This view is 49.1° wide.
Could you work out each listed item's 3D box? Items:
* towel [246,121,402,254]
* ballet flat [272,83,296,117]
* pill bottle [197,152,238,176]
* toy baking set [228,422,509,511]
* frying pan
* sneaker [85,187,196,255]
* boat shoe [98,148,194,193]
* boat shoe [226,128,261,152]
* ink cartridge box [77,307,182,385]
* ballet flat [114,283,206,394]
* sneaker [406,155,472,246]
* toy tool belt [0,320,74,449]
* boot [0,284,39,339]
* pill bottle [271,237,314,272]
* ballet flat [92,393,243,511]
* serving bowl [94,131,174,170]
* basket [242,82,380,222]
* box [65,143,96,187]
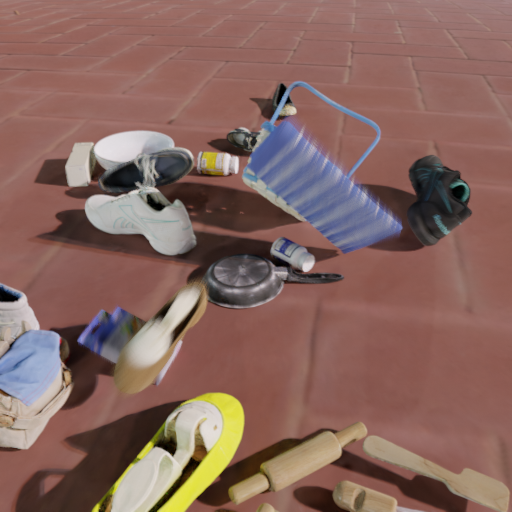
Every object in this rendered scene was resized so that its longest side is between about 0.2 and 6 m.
[{"bbox_3d":[1.046,-1.074,9.327,2.498,1.809,0.298,41,69,-7],"label":"towel"},{"bbox_3d":[0.781,-4.577,16.564,0.649,0.554,1.952,-4,34,-6],"label":"ballet flat"},{"bbox_3d":[-0.886,-2.126,12.969,0.895,0.503,0.503,6,34,7],"label":"pill bottle"},{"bbox_3d":[1.159,2.760,5.914,2.879,0.335,2.209,-21,42,-28],"label":"toy baking set"},{"bbox_3d":[0.193,0.441,9.338,2.330,0.379,1.409,8,35,17],"label":"frying pan"},{"bbox_3d":[-2.235,-0.885,10.672,2.583,1.035,0.908,17,39,26],"label":"sneaker"},{"bbox_3d":[-2.333,-1.765,11.734,2.099,0.786,0.649,-7,15,17],"label":"boat shoe"},{"bbox_3d":[-0.165,-2.873,14.088,0.451,0.565,1.495,-24,29,-33],"label":"boat shoe"},{"bbox_3d":[-1.750,1.199,7.832,1.260,0.264,0.752,27,36,-1],"label":"ink cartridge box"},{"bbox_3d":[-1.171,0.946,7.168,0.604,0.644,1.781,35,50,8],"label":"ballet flat"},{"bbox_3d":[3.654,-1.231,10.928,1.080,1.027,2.724,-33,24,34],"label":"sneaker"},{"bbox_3d":[-2.916,1.411,7.124,1.156,1.138,1.852,3,34,4],"label":"toy tool belt"},{"bbox_3d":[-4.105,0.713,8.422,1.783,0.852,0.656,10,35,14],"label":"boot"},{"bbox_3d":[0.654,-0.009,9.888,0.719,0.430,0.430,30,44,35],"label":"pill bottle"},{"bbox_3d":[-0.898,2.241,6.130,0.875,0.878,2.619,17,37,23],"label":"ballet flat"},{"bbox_3d":[-2.842,-2.325,13.173,1.831,0.602,1.831,1,34,0],"label":"serving bowl"},{"bbox_3d":[1.005,-1.980,10.900,2.044,2.319,1.613,32,-2,13],"label":"basket"},{"bbox_3d":[-4.036,-2.123,12.940,0.452,0.543,1.323,-3,33,-5],"label":"box"}]
